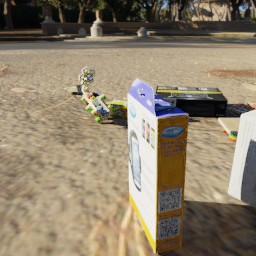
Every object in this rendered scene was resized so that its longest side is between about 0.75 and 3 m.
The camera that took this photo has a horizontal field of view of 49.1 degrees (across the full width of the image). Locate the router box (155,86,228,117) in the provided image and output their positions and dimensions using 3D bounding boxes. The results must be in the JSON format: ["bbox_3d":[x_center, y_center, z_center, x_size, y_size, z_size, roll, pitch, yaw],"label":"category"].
[{"bbox_3d":[2.155,-0.994,10.084,2.408,0.629,1.894,3,21,8],"label":"router box"}]

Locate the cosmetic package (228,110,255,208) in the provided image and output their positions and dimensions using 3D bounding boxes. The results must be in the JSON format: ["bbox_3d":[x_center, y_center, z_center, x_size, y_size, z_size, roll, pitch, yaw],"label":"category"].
[{"bbox_3d":[3.166,0.782,4.037,1.268,1.609,2.990,-15,27,-38],"label":"cosmetic package"}]

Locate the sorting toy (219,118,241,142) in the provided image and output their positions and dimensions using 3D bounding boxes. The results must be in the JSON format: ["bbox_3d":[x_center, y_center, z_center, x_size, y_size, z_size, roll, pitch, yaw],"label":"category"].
[{"bbox_3d":[3.133,0.060,7.680,1.052,0.368,1.059,0,21,2],"label":"sorting toy"}]

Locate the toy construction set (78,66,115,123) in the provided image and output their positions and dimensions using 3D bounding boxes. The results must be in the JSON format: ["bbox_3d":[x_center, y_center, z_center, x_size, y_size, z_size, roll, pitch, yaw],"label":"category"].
[{"bbox_3d":[-1.086,-0.959,8.836,0.873,1.243,1.896,-28,64,5],"label":"toy construction set"}]

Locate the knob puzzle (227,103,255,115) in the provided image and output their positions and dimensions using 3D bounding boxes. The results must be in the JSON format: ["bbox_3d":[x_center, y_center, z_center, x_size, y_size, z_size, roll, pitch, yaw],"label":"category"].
[{"bbox_3d":[4.625,-0.709,9.871,1.886,0.262,1.886,0,20,0],"label":"knob puzzle"}]

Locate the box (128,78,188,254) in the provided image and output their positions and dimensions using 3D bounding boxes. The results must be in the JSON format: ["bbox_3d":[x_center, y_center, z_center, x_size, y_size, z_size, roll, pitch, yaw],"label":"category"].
[{"bbox_3d":[0.365,0.438,4.039,0.463,2.232,1.329,-5,21,-14],"label":"box"}]

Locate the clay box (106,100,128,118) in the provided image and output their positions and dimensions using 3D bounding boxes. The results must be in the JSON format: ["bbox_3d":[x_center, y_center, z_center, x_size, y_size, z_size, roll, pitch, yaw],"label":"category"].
[{"bbox_3d":[-0.123,-0.656,9.604,1.429,0.340,0.821,14,24,35],"label":"clay box"}]

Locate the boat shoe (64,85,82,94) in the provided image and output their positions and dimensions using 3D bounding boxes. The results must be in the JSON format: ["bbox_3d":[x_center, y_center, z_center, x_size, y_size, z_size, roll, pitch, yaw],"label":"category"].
[{"bbox_3d":[-2.409,-1.647,12.202,0.408,0.366,1.103,-20,14,-40],"label":"boat shoe"}]
